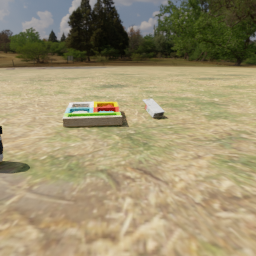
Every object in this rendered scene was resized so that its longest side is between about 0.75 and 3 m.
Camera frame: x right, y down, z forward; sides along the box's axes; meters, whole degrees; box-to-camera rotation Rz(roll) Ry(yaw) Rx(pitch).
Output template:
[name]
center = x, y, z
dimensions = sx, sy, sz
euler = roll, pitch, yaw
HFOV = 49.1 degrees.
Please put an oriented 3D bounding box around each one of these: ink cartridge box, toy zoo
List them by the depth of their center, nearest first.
[toy zoo]
center = -1.294, -0.625, 10.441
dimensions = 1.949, 0.304, 2.970
euler = -2, 17, -5
[ink cartridge box]
center = 0.916, -0.751, 10.450
dimensions = 0.481, 0.222, 0.882
euler = -10, 43, -30

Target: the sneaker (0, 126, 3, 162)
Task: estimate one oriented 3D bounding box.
[sneaker]
center = -3.701, 0.092, 6.056
dimensions = 2.099, 1.174, 0.767
euler = 4, 0, 1
